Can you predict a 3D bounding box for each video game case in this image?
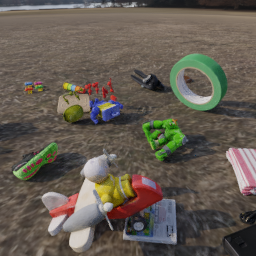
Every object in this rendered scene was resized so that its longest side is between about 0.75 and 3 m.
[{"bbox_3d":[0.539,2.119,6.564,1.158,0.140,1.270,3,29,6],"label":"video game case"}]

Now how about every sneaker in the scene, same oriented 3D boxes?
[{"bbox_3d":[-2.747,0.867,8.377,0.699,0.640,1.669,19,32,24],"label":"sneaker"}]

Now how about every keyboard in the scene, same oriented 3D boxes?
[{"bbox_3d":[3.194,2.314,6.058,2.441,0.313,1.466,-11,37,-21],"label":"keyboard"}]

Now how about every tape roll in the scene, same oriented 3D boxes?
[{"bbox_3d":[2.855,-1.845,11.518,2.359,2.359,0.567,23,51,36],"label":"tape roll"}]

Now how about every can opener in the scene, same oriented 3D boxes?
[{"bbox_3d":[0.835,-2.532,14.785,0.809,1.003,2.552,-49,38,-4],"label":"can opener"}]

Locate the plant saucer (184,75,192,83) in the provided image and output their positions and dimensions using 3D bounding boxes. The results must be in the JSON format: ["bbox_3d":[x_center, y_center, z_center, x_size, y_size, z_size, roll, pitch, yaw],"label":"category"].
[{"bbox_3d":[3.006,-2.726,15.549,1.084,0.187,1.084,-1,28,0],"label":"plant saucer"}]

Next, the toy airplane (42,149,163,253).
[{"bbox_3d":[-0.751,1.412,6.118,2.342,1.660,2.352,-25,29,-37],"label":"toy airplane"}]

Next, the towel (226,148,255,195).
[{"bbox_3d":[4.304,1.271,7.964,2.615,0.391,1.913,5,29,3],"label":"towel"}]

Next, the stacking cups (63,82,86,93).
[{"bbox_3d":[-2.660,-2.007,14.007,1.219,0.369,0.369,14,31,24],"label":"stacking cups"}]

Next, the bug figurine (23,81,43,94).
[{"bbox_3d":[-4.833,-2.133,14.294,0.959,0.318,1.237,-9,29,-17],"label":"bug figurine"}]

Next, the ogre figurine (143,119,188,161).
[{"bbox_3d":[1.220,0.239,9.347,1.149,0.941,1.917,-21,15,-2],"label":"ogre figurine"}]

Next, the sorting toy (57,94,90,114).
[{"bbox_3d":[-2.368,-1.032,12.355,1.372,0.270,1.482,-4,33,-8],"label":"sorting toy"}]

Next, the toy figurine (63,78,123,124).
[{"bbox_3d":[-1.064,-0.856,10.955,2.590,1.366,1.552,-26,43,-37],"label":"toy figurine"}]
